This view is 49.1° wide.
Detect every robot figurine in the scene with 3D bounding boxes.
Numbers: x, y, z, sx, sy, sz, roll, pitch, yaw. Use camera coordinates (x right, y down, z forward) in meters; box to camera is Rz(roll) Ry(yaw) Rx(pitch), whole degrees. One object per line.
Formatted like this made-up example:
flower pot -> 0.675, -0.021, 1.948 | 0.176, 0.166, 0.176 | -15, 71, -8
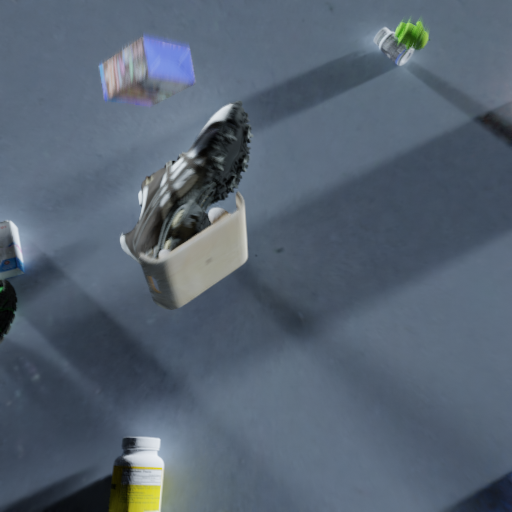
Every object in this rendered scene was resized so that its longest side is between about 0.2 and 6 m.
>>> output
robot figurine -> 2.600, -3.647, 9.316 | 0.563, 0.494, 0.326 | 24, 68, -7

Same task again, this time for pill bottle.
pill bottle -> 2.656, -4.067, 10.866 | 0.409, 0.409, 0.718 | -39, 75, -12
pill bottle -> -1.732, 3.323, 8.122 | 0.730, 0.730, 1.299 | 2, 68, 1

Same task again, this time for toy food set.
toy food set -> -0.873, -0.072, 8.428 | 1.793, 1.287, 0.542 | -34, 60, -22

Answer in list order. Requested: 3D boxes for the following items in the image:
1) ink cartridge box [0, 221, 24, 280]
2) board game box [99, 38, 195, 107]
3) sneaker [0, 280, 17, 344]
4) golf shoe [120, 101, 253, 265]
ink cartridge box -> -4.358, -0.071, 9.486 | 0.649, 0.380, 0.898 | -15, 73, -5
board game box -> -1.680, -2.783, 8.608 | 1.155, 0.921, 0.560 | -10, 89, 42
sneaker -> -4.947, 1.303, 8.648 | 2.741, 1.069, 1.168 | -43, 76, -13
golf shoe -> -1.172, -1.269, 9.273 | 1.549, 1.275, 3.279 | 15, 68, 24
